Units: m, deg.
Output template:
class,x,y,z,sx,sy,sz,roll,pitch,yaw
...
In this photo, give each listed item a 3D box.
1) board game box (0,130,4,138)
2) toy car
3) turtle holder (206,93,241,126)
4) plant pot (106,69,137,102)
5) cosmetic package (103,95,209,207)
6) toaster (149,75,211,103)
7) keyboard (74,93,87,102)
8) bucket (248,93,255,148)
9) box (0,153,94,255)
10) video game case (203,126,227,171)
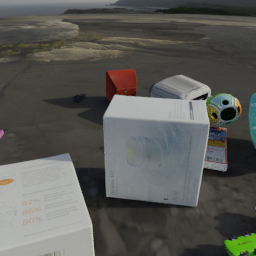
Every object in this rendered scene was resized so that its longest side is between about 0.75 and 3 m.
class,x,y,z,sx,sy,sz,roll,pitch,yaw
board game box,-4.679,0.433,9.188,0.759,0.204,1.264,-5,28,0
toy car,2.649,2.261,5.490,1.680,0.398,1.785,-8,28,-14
turtle holder,3.124,-0.612,9.600,1.476,1.121,1.048,9,17,-1
plant pot,-0.216,-1.648,12.078,1.295,1.297,1.143,-7,41,-13
cosmetic package,0.634,0.520,6.781,2.247,2.240,1.382,5,28,9
toaster,2.080,-1.154,10.919,2.460,1.398,1.589,-22,39,-35
keyboard,-2.218,-1.417,12.681,0.482,0.184,0.927,5,27,9
bucket,4.552,-0.200,8.197,1.422,2.186,2.186,-6,19,40
box,-1.787,1.743,5.536,1.781,1.244,2.340,-9,29,-17
video game case,2.179,0.469,8.891,1.833,0.224,2.563,8,26,15
